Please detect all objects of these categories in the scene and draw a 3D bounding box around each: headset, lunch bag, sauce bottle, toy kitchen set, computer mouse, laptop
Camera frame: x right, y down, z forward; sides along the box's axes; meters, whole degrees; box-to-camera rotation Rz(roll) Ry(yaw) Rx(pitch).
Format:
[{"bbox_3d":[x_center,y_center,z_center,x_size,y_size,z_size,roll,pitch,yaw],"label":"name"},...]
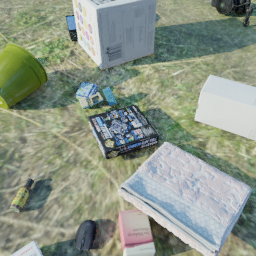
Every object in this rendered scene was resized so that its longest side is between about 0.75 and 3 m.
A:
[{"bbox_3d":[5.565,-6.296,14.719,1.842,1.401,2.982,-8,32,-11],"label":"headset"},{"bbox_3d":[-1.499,-1.336,10.341,0.648,0.332,0.806,14,49,9],"label":"lunch bag"},{"bbox_3d":[-2.795,1.766,7.462,0.298,0.298,0.922,9,47,8],"label":"sauce bottle"},{"bbox_3d":[-0.997,-0.900,9.567,1.116,0.657,0.894,-25,5,0],"label":"toy kitchen set"},{"bbox_3d":[-1.099,2.867,6.441,0.483,0.281,1.649,8,48,6],"label":"computer mouse"},{"bbox_3d":[-2.261,-4.825,13.356,1.168,0.680,1.318,-13,48,-11],"label":"laptop"}]

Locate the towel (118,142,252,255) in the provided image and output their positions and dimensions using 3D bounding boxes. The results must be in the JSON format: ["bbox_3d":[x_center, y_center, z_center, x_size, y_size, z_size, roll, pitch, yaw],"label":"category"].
[{"bbox_3d":[1.514,1.571,7.170,2.717,0.438,2.595,30,39,23],"label":"towel"}]

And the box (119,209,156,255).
[{"bbox_3d":[0.185,2.511,6.540,0.680,0.580,1.064,-4,46,-9],"label":"box"}]

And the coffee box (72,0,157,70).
[{"bbox_3d":[-0.599,-4.429,11.673,2.564,2.560,2.536,-22,51,-20],"label":"coffee box"}]

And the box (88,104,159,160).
[{"bbox_3d":[-0.188,0.054,8.827,1.749,0.438,1.762,-17,43,-16],"label":"box"}]

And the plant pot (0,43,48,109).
[{"bbox_3d":[-4.121,-1.685,9.850,1.830,1.830,1.762,24,62,21],"label":"plant pot"}]

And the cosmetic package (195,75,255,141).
[{"bbox_3d":[3.555,-0.603,8.963,2.495,1.342,1.058,22,51,18],"label":"cosmetic package"}]

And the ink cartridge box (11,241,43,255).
[{"bbox_3d":[-2.114,3.157,6.044,0.794,0.462,1.090,-29,52,-24],"label":"ink cartridge box"}]
